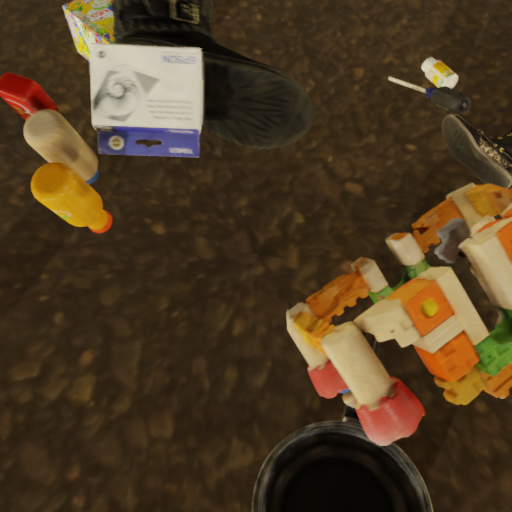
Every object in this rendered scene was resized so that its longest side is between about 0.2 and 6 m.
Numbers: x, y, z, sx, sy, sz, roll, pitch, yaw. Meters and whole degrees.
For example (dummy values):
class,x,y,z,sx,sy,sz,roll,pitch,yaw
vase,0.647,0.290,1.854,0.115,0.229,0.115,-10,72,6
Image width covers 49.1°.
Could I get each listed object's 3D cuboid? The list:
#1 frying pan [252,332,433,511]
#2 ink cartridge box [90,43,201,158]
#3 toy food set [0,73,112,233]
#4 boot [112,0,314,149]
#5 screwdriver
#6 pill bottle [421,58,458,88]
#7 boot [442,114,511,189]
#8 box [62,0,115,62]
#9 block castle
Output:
class,x,y,z,sx,sy,sz,roll,pitch,yaw
frying pan,0.958,2.621,7.426,2.236,0.602,3.696,-6,55,-6
ink cartridge box,-1.270,-1.780,6.518,1.265,1.268,0.257,1,18,-4
toy food set,-3.107,-1.361,7.099,2.943,1.324,1.405,18,76,15
boot,-0.633,-2.785,7.837,2.924,1.100,2.186,15,42,-20
screwdriver,2.446,-2.483,8.375,0.322,0.309,2.214,-1,27,-21
pill bottle,3.767,-3.758,11.559,0.410,0.410,0.728,-27,61,-16
boot,4.441,-2.113,10.373,1.329,0.646,1.764,-28,66,-15
box,-2.627,-4.751,11.739,1.891,1.154,1.822,-38,65,-20
block castle,1.815,0.490,5.433,2.813,1.879,1.319,-35,99,-9
